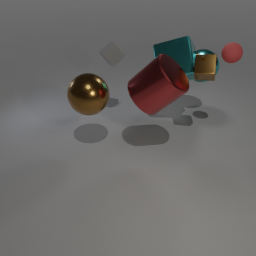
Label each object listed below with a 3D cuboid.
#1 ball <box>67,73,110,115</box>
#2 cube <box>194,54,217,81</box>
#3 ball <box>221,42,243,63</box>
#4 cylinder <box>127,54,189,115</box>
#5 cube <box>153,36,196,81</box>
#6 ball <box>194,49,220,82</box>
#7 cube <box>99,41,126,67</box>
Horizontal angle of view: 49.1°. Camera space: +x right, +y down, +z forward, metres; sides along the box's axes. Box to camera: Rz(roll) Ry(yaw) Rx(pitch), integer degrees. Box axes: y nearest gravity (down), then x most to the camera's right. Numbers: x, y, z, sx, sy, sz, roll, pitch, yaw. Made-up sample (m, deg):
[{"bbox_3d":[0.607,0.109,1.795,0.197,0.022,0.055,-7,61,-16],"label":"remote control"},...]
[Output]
[{"bbox_3d":[-1.313,-1.117,9.323,1.400,1.400,1.400,0,30,0],"label":"ball"},{"bbox_3d":[2.655,-2.071,9.630,0.700,0.700,0.700,4,-9,16],"label":"cube"},{"bbox_3d":[3.596,-2.594,9.676,0.700,0.700,0.700,0,30,0],"label":"ball"},{"bbox_3d":[0.942,-1.339,8.749,1.400,1.400,1.400,-35,9,35],"label":"cylinder"},{"bbox_3d":[1.916,-2.582,10.965,1.400,1.400,1.400,-9,-2,21],"label":"cube"},{"bbox_3d":[3.191,-2.662,12.011,1.400,1.400,1.400,0,30,0],"label":"ball"},{"bbox_3d":[-0.641,-2.985,11.270,0.700,0.700,0.700,-41,27,4],"label":"cube"}]
